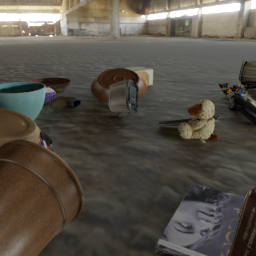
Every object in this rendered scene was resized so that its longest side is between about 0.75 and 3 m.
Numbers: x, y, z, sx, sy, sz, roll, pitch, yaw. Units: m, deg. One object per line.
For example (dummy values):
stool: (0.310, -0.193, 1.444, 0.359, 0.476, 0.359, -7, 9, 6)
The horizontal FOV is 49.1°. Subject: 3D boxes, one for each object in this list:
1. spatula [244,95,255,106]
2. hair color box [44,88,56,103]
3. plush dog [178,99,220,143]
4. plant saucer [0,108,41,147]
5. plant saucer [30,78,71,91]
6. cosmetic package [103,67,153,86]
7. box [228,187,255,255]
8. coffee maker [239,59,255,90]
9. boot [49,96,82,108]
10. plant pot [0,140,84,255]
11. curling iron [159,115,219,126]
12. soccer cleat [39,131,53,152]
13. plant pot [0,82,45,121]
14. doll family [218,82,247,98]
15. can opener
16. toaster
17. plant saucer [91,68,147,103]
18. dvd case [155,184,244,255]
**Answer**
spatula: (6.270, -1.198, 12.556, 1.817, 0.210, 2.613, 1, 21, 6)
hair color box: (-4.214, -1.421, 12.680, 1.649, 0.535, 0.901, -10, 24, -29)
plush dog: (2.362, -0.300, 8.808, 1.131, 1.210, 1.409, 16, 27, 36)
plant saucer: (-3.951, -0.022, 8.227, 2.853, 0.420, 2.853, 15, 20, -5)
plant saucer: (-4.212, -2.338, 15.218, 2.236, 0.409, 2.236, 0, 20, 0)
cosmetic package: (0.028, -2.747, 15.521, 2.623, 0.932, 1.380, -17, 27, -37)
box: (2.393, 1.629, 3.051, 1.599, 1.583, 1.927, -11, 29, -27)
coffee maker: (7.462, -2.861, 14.992, 2.315, 1.559, 2.223, 17, 26, 36)
boot: (-2.619, -1.081, 11.825, 0.664, 0.511, 1.369, 12, 22, 35)
plant pot: (-1.830, 1.365, 4.091, 1.762, 1.762, 1.745, 7, 31, 18)
curling iron: (2.167, -0.201, 9.930, 2.158, 0.276, 0.535, -7, 0, -5)
soccer cleat: (-2.172, 0.550, 7.190, 0.435, 0.405, 1.188, -37, 47, 6)
plant pot: (-3.924, -0.876, 10.236, 1.867, 1.257, 1.867, 0, 21, 0)
doll family: (5.073, -1.808, 13.602, 1.473, 0.578, 0.851, 20, 30, 40)
can opener: (4.545, -0.747, 10.687, 0.871, 0.702, 2.215, -1, 21, -5)
toaster: (-0.162, -1.213, 10.809, 0.975, 1.510, 0.858, -7, -12, 32)
plant saucer: (-0.436, -2.172, 13.380, 2.713, 0.496, 2.713, 0, 42, 0)
dvd case: (1.618, 1.740, 4.982, 1.595, 0.171, 2.146, 11, 24, 26)
